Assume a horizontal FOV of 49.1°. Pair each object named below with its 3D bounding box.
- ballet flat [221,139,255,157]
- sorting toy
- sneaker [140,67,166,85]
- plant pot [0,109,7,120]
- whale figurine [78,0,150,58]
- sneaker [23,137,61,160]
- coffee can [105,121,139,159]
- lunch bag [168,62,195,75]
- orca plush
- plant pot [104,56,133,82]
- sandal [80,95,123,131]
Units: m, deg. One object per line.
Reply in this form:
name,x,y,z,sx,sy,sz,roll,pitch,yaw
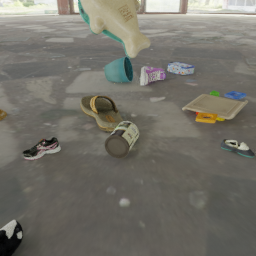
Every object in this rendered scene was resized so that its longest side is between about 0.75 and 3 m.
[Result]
ballet flat,2.592,0.450,6.612,0.799,0.292,0.292,19,32,33
sorting toy,2.671,-0.597,8.616,1.587,0.384,2.818,14,29,34
sneaker,1.038,-2.165,11.454,1.009,0.641,1.769,7,27,7
plant pot,-4.189,-0.389,8.441,0.996,0.137,0.996,0,26,0
whale figurine,-0.371,-2.752,7.128,1.713,2.153,1.117,-44,14,-29
sneaker,-2.030,0.432,6.529,0.876,0.378,0.352,-19,31,-32
coffee can,-0.128,0.266,6.620,0.591,0.591,0.808,8,27,16
lunch bag,2.426,-2.760,12.859,0.912,0.430,1.138,-19,33,-36
orca plush,-1.784,1.804,3.573,0.553,0.819,1.556,44,7,2
plant pot,-0.406,-2.314,11.443,0.963,1.025,1.025,-7,23,21
sandal,-0.761,-0.605,8.314,0.929,0.625,2.314,-11,29,-22
